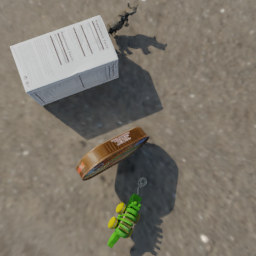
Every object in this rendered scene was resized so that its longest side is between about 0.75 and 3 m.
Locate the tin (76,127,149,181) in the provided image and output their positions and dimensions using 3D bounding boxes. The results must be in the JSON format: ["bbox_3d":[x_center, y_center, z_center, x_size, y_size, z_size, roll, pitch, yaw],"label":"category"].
[{"bbox_3d":[-0.377,0.652,7.438,2.274,1.273,0.476,-25,68,-41],"label":"tin"}]

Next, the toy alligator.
[{"bbox_3d":[0.090,2.198,7.447,0.618,0.566,2.085,38,66,-15],"label":"toy alligator"}]

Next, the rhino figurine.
[{"bbox_3d":[-0.190,-3.299,8.526,1.346,0.402,0.588,-38,42,26],"label":"rhino figurine"}]

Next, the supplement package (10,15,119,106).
[{"bbox_3d":[-1.709,-1.884,8.132,2.600,1.479,1.424,-21,82,-6],"label":"supplement package"}]
